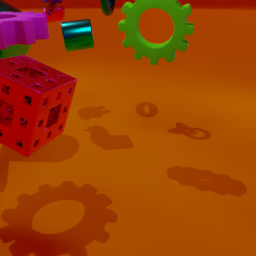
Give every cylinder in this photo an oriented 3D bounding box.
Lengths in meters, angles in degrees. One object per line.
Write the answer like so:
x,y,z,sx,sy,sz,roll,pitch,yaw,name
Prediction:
-1.255,-2.328,7.045,0.721,0.721,0.721,-10,26,-5,cylinder
-3.207,-2.414,6.802,1.359,1.359,1.359,31,29,-1,cylinder

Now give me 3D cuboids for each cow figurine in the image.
-2.109,-3.606,7.340,0.667,1.216,1.197,-7,3,-27,cow figurine
-2.482,-4.043,8.785,1.444,0.793,1.421,38,64,-1,cow figurine

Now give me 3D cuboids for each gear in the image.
-2.274,-1.617,4.561,1.876,0.347,1.876,-1,28,1,gear
0.546,-1.985,5.509,1.445,1.445,0.267,6,35,13,gear

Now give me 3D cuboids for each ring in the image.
-0.642,-4.343,9.060,0.271,1.356,1.356,6,26,8,ring

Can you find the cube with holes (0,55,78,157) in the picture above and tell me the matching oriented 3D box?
-1.221,-0.303,3.334,0.794,0.794,0.794,25,26,8,cube with holes
